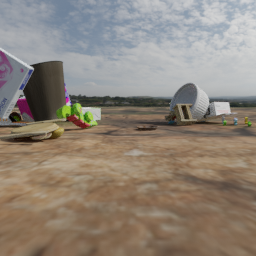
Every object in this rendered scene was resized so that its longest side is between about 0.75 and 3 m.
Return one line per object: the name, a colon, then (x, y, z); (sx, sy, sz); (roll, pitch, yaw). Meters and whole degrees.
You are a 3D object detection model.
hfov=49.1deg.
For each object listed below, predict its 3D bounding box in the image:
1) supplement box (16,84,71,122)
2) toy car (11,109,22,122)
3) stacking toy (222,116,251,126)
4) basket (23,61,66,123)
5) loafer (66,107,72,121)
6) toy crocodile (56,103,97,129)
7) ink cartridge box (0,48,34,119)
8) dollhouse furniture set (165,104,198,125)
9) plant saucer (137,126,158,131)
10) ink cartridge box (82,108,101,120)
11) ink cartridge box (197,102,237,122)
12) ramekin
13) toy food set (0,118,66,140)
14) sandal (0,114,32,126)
supplement box: (-4.154, -1.282, 14.050); (1.263, 1.237, 2.444); (0, 26, 29)
toy car: (-5.675, -0.889, 13.369); (1.077, 1.365, 1.121); (-2, 6, -20)
stacking toy: (4.913, -0.316, 12.769); (1.154, 0.360, 1.530); (1, 6, 16)
basket: (-3.499, -1.396, 11.953); (2.179, 2.417, 1.644); (-12, 3, 21)
loafer: (-3.531, -0.798, 15.662); (0.747, 0.742, 2.053); (-7, 8, -44)
toy crocodile: (-1.832, -0.354, 10.346); (0.702, 0.642, 2.081); (-20, -24, 18)
ink cartridge box: (-4.762, -1.752, 9.940); (2.128, 2.089, 0.461); (31, 9, 1)
dollhouse furniture set: (2.437, -0.448, 12.957); (0.871, 0.876, 1.243); (-2, -24, -21)
plant saucer: (0.735, 0.007, 10.603); (0.804, 0.129, 0.804); (-1, 5, 0)
ink cartridge box: (-2.526, -0.809, 15.959); (1.220, 0.701, 2.082); (-3, 6, -30)
ink cartridge box: (4.232, -0.827, 13.940); (1.173, 0.686, 2.022); (-4, -7, -35)
ramekin: (3.058, -1.160, 13.778); (1.004, 1.913, 1.913); (23, -6, -28)
toy food set: (-2.611, 0.171, 8.006); (1.491, 0.434, 2.160); (-7, 11, 3)
sandal: (-5.105, -0.365, 12.368); (1.775, 0.509, 0.680); (0, 4, -7)
